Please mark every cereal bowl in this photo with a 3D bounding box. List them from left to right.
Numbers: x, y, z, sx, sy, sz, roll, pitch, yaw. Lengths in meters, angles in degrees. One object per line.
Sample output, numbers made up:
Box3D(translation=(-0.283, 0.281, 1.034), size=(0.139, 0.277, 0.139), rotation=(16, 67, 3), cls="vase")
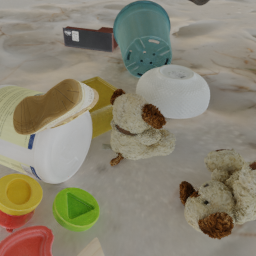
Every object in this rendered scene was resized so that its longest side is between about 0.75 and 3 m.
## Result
Box3D(translation=(1.588, -1.467, 9.727), size=(2.614, 1.088, 2.614), rotation=(3, 35, -2), cls="cereal bowl")

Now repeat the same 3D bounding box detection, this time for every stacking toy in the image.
Box3D(translation=(-1.659, 2.200, 5.568), size=(2.178, 1.016, 2.406), rotation=(13, 34, -28), cls="stacking toy")

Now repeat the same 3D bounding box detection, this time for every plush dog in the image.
Box3D(translation=(0.086, -0.082, 7.380), size=(2.140, 1.838, 1.717), rotation=(29, 46, 33), cls="plush dog")
Box3D(translation=(2.022, 1.538, 5.885), size=(1.804, 1.685, 2.101), rotation=(-23, 11, -6), cls="plush dog")

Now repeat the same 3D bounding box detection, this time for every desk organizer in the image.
Box3D(translation=(-1.826, -4.545, 14.010), size=(2.619, 0.939, 1.008), rotation=(11, 37, 14), cls="desk organizer")

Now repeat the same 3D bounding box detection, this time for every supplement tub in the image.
Box3D(translation=(-2.558, 0.045, 7.063), size=(2.810, 2.037, 2.037), rotation=(16, 40, 21), cls="supplement tub")

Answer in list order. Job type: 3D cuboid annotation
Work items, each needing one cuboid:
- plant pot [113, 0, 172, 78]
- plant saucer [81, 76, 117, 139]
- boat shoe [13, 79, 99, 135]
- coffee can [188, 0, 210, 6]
Box3D(translation=(0.703, -3.509, 11.571), size=(2.558, 2.558, 2.506), rotation=(-2, 45, -3), cls="plant pot")
Box3D(translation=(-1.261, -0.869, 9.408), size=(2.700, 0.654, 2.700), rotation=(-26, 45, -30), cls="plant saucer")
Box3D(translation=(-1.392, -0.309, 5.277), size=(2.048, 0.755, 0.709), rotation=(-15, -11, 36), cls="boat shoe")
Box3D(translation=(1.513, -3.874, 7.165), size=(1.003, 1.003, 1.371), rotation=(-25, 51, -29), cls="coffee can")
